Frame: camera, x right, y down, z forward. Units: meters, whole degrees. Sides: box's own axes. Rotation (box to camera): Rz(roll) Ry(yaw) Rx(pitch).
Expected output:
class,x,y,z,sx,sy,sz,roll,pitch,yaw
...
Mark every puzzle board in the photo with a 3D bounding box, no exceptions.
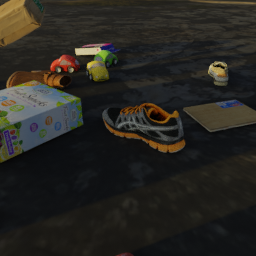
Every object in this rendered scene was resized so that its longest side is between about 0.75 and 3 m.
class,x,y,z,sx,sy,sz,roll,pitch,yaw
puzzle board,2.606,-0.353,7.592,1.784,0.155,1.344,-9,30,-17

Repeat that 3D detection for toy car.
class,x,y,z,sx,sy,sz,roll,pitch,yaw
toy car,-1.365,-2.676,11.223,2.745,0.612,2.583,18,34,29

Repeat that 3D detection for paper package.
class,x,y,z,sx,sy,sz,roll,pitch,yaw
paper package,-2.556,-2.564,6.501,1.112,0.603,1.166,-23,39,10

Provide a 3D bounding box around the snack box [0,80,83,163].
class,x,y,z,sx,sy,sz,roll,pitch,yaw
snack box,-2.696,-0.282,6.758,2.079,0.834,2.466,22,35,35

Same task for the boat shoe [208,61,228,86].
class,x,y,z,sx,sy,sz,roll,pitch,yaw
boat shoe,3.365,-2.129,10.264,0.659,0.603,1.763,2,29,3

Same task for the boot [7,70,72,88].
class,x,y,z,sx,sy,sz,roll,pitch,yaw
boot,-2.827,-1.489,9.055,1.419,0.676,1.834,11,31,19

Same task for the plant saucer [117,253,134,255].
class,x,y,z,sx,sy,sz,roll,pitch,yaw
plant saucer,-0.430,2.258,2.739,1.998,0.367,1.994,-12,32,-22

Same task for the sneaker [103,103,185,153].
class,x,y,z,sx,sy,sz,roll,pitch,yaw
sneaker,0.343,-0.203,6.596,2.252,0.870,0.881,18,36,31

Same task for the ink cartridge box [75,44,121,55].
class,x,y,z,sx,sy,sz,roll,pitch,yaw
ink cartridge box,-1.405,-3.634,12.943,1.982,0.368,0.939,11,30,32
